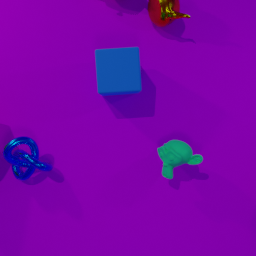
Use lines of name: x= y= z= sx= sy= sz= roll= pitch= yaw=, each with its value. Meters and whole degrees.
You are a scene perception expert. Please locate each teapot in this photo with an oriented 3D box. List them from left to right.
teapot: x=1.023 y=-3.157 z=7.389 sx=0.750 sy=0.952 sz=1.531 roll=-17 pitch=46 yaw=-21

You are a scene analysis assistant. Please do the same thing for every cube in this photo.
cube: x=-0.224 y=-1.318 z=6.724 sx=0.990 sy=0.990 sz=0.990 roll=-4 pitch=94 yaw=-1

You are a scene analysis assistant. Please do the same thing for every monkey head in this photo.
monkey head: x=1.053 y=0.687 z=6.243 sx=0.681 sy=1.130 sz=0.813 roll=-7 pitch=106 yaw=-39

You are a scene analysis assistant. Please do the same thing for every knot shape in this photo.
knot shape: x=-2.327 y=0.667 z=6.322 sx=1.134 sy=1.062 sz=0.524 roll=-6 pitch=35 yaw=19
